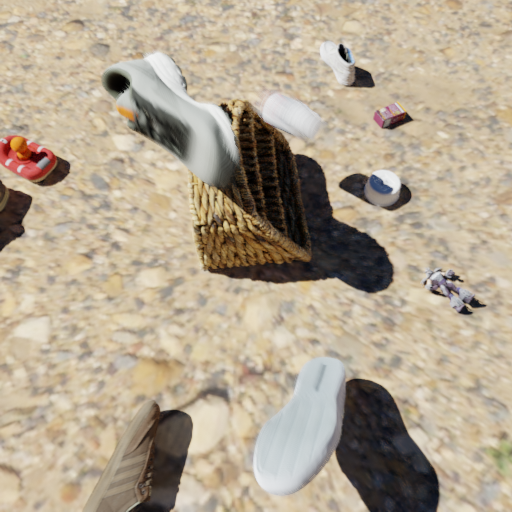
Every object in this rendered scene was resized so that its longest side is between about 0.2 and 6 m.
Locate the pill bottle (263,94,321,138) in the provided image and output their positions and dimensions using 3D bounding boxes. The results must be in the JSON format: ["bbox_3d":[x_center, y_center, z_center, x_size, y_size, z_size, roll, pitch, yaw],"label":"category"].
[{"bbox_3d":[0.701,-2.681,10.832,1.038,0.621,0.621,32,64,28],"label":"pill bottle"}]

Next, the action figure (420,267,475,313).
[{"bbox_3d":[3.757,0.585,11.102,0.713,0.380,1.096,-38,63,-14],"label":"action figure"}]

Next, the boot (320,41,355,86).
[{"bbox_3d":[2.119,-5.129,14.247,0.588,0.764,1.599,-19,61,-11],"label":"boot"}]

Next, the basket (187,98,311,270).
[{"bbox_3d":[-0.149,-1.590,11.271,2.376,2.277,3.190,-4,60,-1],"label":"basket"}]

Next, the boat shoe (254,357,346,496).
[{"bbox_3d":[0.877,2.692,8.477,1.106,1.004,3.008,-2,20,26],"label":"boat shoe"}]

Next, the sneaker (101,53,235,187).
[{"bbox_3d":[-1.504,-2.256,9.554,1.344,1.253,3.390,-18,52,-34],"label":"sneaker"}]

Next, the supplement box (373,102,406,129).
[{"bbox_3d":[3.214,-3.389,13.493,0.675,0.289,0.373,-24,62,-14],"label":"supplement box"}]

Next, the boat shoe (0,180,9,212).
[{"bbox_3d":[-5.935,-0.820,11.672,0.812,0.799,2.180,6,60,4],"label":"boat shoe"}]

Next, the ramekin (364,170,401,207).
[{"bbox_3d":[2.793,-1.510,12.328,0.787,0.384,0.787,0,59,0],"label":"ramekin"}]

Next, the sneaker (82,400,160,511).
[{"bbox_3d":[-2.037,3.584,9.210,0.891,0.830,2.358,29,66,-5],"label":"sneaker"}]

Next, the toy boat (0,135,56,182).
[{"bbox_3d":[-5.203,-2.308,12.508,1.345,0.879,0.878,26,63,14],"label":"toy boat"}]
